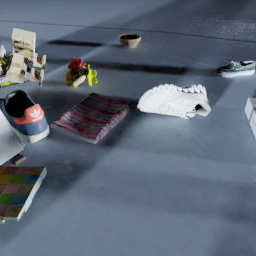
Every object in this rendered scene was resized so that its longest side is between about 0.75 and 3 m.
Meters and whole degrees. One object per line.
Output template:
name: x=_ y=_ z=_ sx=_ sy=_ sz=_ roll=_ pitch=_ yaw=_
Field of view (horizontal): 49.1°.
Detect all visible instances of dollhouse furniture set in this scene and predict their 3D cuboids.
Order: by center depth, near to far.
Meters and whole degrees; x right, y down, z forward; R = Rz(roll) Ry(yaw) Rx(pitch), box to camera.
dollhouse furniture set: x=-3.707 y=-2.257 z=9.591 sx=1.679 sy=1.190 sz=1.828 roll=9 pitch=62 yaw=-16

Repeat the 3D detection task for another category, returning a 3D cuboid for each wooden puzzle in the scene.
wooden puzzle: x=-2.542 y=1.244 z=5.523 sx=1.463 sy=0.173 sz=2.468 roll=0 pitch=28 yaw=5

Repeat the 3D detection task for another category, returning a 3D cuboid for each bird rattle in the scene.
bird rattle: x=-1.762 y=-1.888 z=9.606 sx=1.356 sy=0.764 sz=1.105 roll=32 pitch=70 yaw=33

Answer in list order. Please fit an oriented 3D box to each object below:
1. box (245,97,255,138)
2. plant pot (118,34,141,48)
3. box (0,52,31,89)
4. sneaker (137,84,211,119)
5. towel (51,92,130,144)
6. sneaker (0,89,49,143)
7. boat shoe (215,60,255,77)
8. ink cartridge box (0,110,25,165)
box: x=4.204 y=0.051 z=7.070 sx=1.903 sy=0.503 sz=2.441 roll=4 pitch=37 yaw=7
plant pot: x=0.076 y=-3.876 z=12.576 sx=0.995 sy=0.459 sz=0.995 roll=-1 pitch=33 yaw=0
box: x=-4.626 y=-2.080 z=10.061 sx=1.689 sy=0.467 sz=2.109 roll=-22 pitch=41 yaw=-28
sneaker: x=1.349 y=-0.674 z=7.758 sx=2.208 sy=0.829 sz=0.895 roll=-7 pitch=57 yaw=-20
towel: x=-0.994 y=-0.375 z=7.834 sx=1.463 sy=0.299 sz=2.000 roll=16 pitch=39 yaw=23
sneaker: x=-3.123 y=-0.590 z=7.447 sx=2.593 sy=1.096 sz=0.972 roll=20 pitch=40 yaw=27
boat shoe: x=3.894 y=-2.211 z=10.181 sx=1.539 sy=0.546 sz=0.555 roll=-9 pitch=36 yaw=-12
ink cartridge box: x=-3.951 y=0.403 z=5.480 sx=2.951 sy=1.230 sz=2.143 roll=-39 pitch=49 yaw=-25
